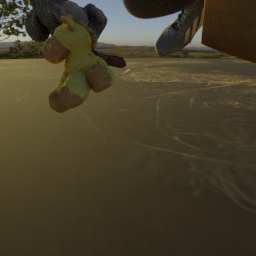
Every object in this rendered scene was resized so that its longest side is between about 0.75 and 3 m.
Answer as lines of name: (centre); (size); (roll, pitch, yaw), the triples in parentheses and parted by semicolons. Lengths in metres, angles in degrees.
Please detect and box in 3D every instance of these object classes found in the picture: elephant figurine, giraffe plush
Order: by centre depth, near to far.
giraffe plush: (-0.756, -1.017, 4.112); (1.377, 1.117, 1.188); (-39, 16, -30)
elephant figurine: (-2.179, -3.452, 8.557); (2.266, 2.067, 2.921); (53, 18, 23)

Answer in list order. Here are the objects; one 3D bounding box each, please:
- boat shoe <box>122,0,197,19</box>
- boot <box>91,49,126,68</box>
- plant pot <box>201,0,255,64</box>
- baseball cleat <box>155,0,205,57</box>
boat shoe: (0.981, -2.818, 5.028); (2.791, 0.995, 0.901); (-35, 29, -12)
boot: (-0.424, -1.654, 7.102); (1.155, 0.371, 1.077); (8, 31, -38)
plant pot: (3.154, -2.518, 6.355); (2.827, 2.634, 2.634); (5, 17, 13)
baseball cleat: (1.681, -3.232, 7.697); (1.527, 2.868, 1.000); (26, 33, -50)
